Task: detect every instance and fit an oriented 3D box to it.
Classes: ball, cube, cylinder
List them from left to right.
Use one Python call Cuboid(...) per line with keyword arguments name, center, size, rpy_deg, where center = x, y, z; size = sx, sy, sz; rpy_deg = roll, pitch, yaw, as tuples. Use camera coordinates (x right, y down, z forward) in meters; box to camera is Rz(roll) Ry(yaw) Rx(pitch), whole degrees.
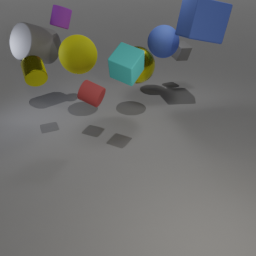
Cuboid(name="cylinder", center=(-2.924, -1.775, 8.736), size=(0.700, 0.700, 0.700), rpy_deg=(-13, 59, -22))
Cuboid(name="cylinder", center=(-3.621, -3.292, 10.999), size=(1.400, 1.400, 1.400), rpy_deg=(20, 16, 31))
Cuboid(name="cylinder", center=(-2.480, -4.089, 10.345), size=(0.700, 0.700, 0.700), rpy_deg=(15, 14, -4))
Cuboid(name="ball", center=(-1.826, -2.685, 10.259), size=(1.400, 1.400, 1.400), rpy_deg=(0, 29, 0))
Cuboid(name="cylinder", center=(-1.196, -1.134, 9.223), size=(0.700, 0.700, 0.700), rpy_deg=(26, 33, 5))
Cuboid(name="cube", center=(-0.037, -1.660, 7.303), size=(0.700, 0.700, 0.700), rpy_deg=(25, 64, 15))
Cuboid(name="ball", center=(0.339, -2.417, 10.767), size=(1.400, 1.400, 1.400), rpy_deg=(0, 29, 0))
Cuboid(name="ball", center=(1.564, -3.812, 12.382), size=(1.400, 1.400, 1.400), rpy_deg=(0, 29, 0))
Cuboid(name="cube", center=(2.547, -3.742, 13.580), size=(0.700, 0.700, 0.700), rpy_deg=(-11, 48, -29))
Cuboid(name="cube", center=(2.820, -4.086, 10.649), size=(1.400, 1.400, 1.400), rpy_deg=(4, 22, -16))
